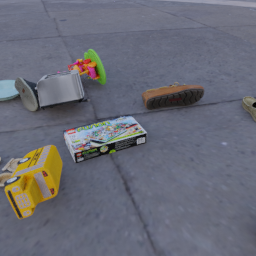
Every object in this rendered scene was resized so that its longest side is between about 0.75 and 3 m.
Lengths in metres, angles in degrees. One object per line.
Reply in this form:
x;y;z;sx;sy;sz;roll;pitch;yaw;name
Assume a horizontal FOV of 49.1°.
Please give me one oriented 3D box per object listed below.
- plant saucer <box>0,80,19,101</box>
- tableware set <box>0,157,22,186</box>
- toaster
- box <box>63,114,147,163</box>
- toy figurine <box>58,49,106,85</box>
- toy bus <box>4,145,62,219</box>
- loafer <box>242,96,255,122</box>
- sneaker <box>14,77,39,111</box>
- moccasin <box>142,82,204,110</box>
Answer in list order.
-5.611;-1.632;12.653;1.901;0.366;1.901;1;33;-1;plant saucer
-3.911;1.297;8.421;1.644;0.191;1.373;1;34;2;tableware set
-2.624;-1.574;11.222;1.968;1.167;1.779;-12;19;-7;toaster
-0.801;0.302;9.680;2.569;0.446;1.414;-15;37;-21;box
-2.486;-2.572;13.134;2.147;1.751;2.332;-26;39;-17;toy figurine
-2.303;1.241;7.153;0.997;0.829;2.546;-19;15;-6;toy bus
5.171;-0.865;11.290;0.682;0.605;1.795;-3;34;-4;loafer
-4.013;-1.450;12.077;1.059;0.746;1.994;7;38;-50;sneaker
1.920;-1.418;11.919;2.679;0.980;1.034;-13;43;-3;moccasin
